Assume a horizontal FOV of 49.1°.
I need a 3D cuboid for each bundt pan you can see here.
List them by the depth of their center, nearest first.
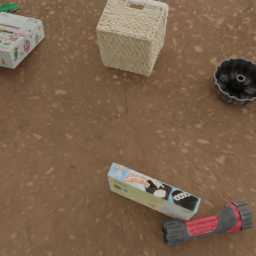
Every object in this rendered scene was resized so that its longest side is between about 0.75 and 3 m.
[{"bbox_3d":[4.576,-1.851,11.732,2.201,0.826,2.201,0,63,-1],"label":"bundt pan"}]

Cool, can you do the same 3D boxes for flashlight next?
[{"bbox_3d":[2.540,3.079,9.093,2.863,0.973,0.969,-9,76,-7],"label":"flashlight"}]

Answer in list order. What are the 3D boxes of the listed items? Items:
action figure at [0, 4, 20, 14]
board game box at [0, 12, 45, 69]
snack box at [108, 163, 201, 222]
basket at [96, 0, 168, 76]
[{"bbox_3d":[-6.078,-6.019,14.139,1.212,0.332,0.716,-19,63,-17],"label":"action figure"},{"bbox_3d":[-5.323,-3.947,12.413,2.058,0.897,2.789,14,48,8],"label":"board game box"},{"bbox_3d":[0.752,2.158,9.201,2.876,1.671,0.534,21,64,10],"label":"snack box"},{"bbox_3d":[0.181,-3.877,11.835,2.490,2.513,2.021,15,66,8],"label":"basket"}]
